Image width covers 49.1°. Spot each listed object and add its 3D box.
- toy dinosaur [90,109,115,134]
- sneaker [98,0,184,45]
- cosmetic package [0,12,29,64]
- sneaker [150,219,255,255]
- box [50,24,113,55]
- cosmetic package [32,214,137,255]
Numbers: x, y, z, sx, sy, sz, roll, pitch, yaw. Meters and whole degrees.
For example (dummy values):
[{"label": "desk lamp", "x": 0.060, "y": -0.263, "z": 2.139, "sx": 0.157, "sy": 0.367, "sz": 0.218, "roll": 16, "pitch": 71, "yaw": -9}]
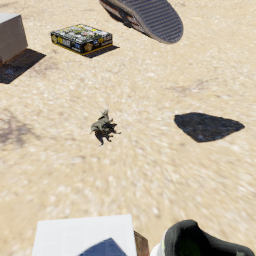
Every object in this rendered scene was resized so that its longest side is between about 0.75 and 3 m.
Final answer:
[{"label": "toy dinosaur", "x": -0.730, "y": -0.052, "z": 7.494, "sx": 0.573, "sy": 0.431, "sz": 1.121, "roll": 9, "pitch": 42, "yaw": 32}, {"label": "sneaker", "x": 0.300, "y": -3.165, "z": 7.561, "sx": 2.621, "sy": 1.028, "sz": 1.041, "roll": 34, "pitch": -6, "yaw": -16}, {"label": "cosmetic package", "x": -5.313, "y": -3.474, "z": 11.102, "sx": 1.262, "sy": 1.495, "sz": 2.798, "roll": 11, "pitch": 40, "yaw": 16}, {"label": "sneaker", "x": 1.419, "y": 2.282, "z": 3.516, "sx": 1.086, "sy": 1.288, "sz": 2.944, "roll": -25, "pitch": 44, "yaw": -30}, {"label": "box", "x": -2.109, "y": -4.063, "z": 12.666, "sx": 2.287, "sy": 0.564, "sz": 1.826, "roll": 29, "pitch": 44, "yaw": 33}, {"label": "cosmetic package", "x": -0.690, "y": 2.082, "z": 4.512, "sx": 1.646, "sy": 0.425, "sz": 1.241, "roll": -3, "pitch": 35, "yaw": -4}]
